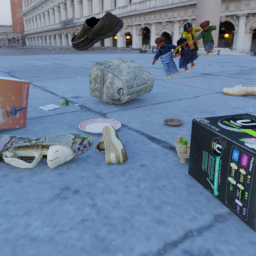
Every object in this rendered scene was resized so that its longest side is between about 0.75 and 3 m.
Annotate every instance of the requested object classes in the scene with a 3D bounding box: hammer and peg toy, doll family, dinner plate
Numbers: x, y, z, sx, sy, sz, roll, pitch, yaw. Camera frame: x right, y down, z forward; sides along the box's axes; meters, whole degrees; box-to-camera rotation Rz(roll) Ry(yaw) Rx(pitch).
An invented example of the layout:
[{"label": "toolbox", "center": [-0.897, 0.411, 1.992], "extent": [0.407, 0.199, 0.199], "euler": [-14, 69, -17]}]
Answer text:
[{"label": "hammer and peg toy", "center": [2.069, 0.553, 8.705], "extent": [1.171, 0.561, 1.592], "euler": [1, 19, 3]}, {"label": "doll family", "center": [1.728, -2.498, 8.569], "extent": [2.258, 1.305, 0.886], "euler": [-42, 40, -18]}, {"label": "dinner plate", "center": [-1.098, -0.049, 11.033], "extent": [1.653, 0.200, 1.653], "euler": [0, 18, 0]}]

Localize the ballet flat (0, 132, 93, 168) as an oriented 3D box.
[{"label": "ballet flat", "center": [-2.406, 0.721, 8.008], "extent": [2.798, 1.006, 1.006], "euler": [-1, 19, -2]}]

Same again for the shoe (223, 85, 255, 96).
[{"label": "shoe", "center": [7.027, -2.330, 16.920], "extent": [2.516, 0.672, 0.880], "euler": [3, 19, 9]}]

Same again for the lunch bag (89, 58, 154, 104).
[{"label": "lunch bag", "center": [-0.294, -2.442, 15.057], "extent": [2.510, 2.085, 2.992], "euler": [22, 29, 32]}]

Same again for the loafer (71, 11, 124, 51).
[{"label": "loafer", "center": [-0.959, -2.707, 7.630], "extent": [1.851, 0.660, 0.675], "euler": [-11, 46, 38]}]

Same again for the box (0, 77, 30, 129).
[{"label": "box", "center": [-5.161, -0.989, 10.410], "extent": [1.330, 1.905, 2.502], "euler": [13, 11, 34]}]

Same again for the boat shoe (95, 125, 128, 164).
[{"label": "boat shoe", "center": [-0.660, 0.476, 8.811], "extent": [0.790, 0.744, 2.076], "euler": [-16, 22, -10]}]

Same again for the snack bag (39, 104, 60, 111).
[{"label": "snack bag", "center": [-3.913, -1.035, 14.069], "extent": [0.760, 0.086, 0.806], "euler": [17, 26, 39]}]

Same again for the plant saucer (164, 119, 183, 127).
[{"label": "plant saucer", "center": [1.879, -0.211, 11.592], "extent": [0.823, 0.142, 0.823], "euler": [0, 20, 0]}]

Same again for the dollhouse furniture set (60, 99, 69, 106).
[{"label": "dollhouse furniture set", "center": [-3.334, -1.425, 14.823], "extent": [0.427, 0.330, 0.854], "euler": [-7, 20, -21]}]

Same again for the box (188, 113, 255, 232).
[{"label": "box", "center": [2.877, 0.784, 6.432], "extent": [1.927, 1.613, 2.595], "euler": [-6, 19, -18]}]
